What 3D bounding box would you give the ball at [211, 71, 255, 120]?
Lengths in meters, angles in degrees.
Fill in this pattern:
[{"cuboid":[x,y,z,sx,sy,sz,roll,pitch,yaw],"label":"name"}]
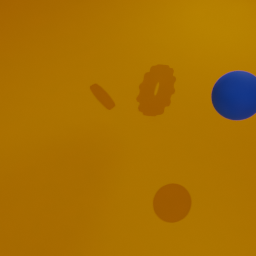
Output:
[{"cuboid":[1.879,-0.555,4.829,0.851,0.851,0.851,0,58,0],"label":"ball"}]
